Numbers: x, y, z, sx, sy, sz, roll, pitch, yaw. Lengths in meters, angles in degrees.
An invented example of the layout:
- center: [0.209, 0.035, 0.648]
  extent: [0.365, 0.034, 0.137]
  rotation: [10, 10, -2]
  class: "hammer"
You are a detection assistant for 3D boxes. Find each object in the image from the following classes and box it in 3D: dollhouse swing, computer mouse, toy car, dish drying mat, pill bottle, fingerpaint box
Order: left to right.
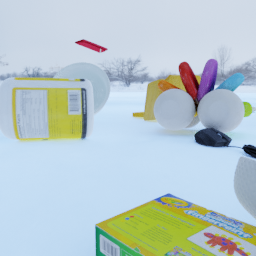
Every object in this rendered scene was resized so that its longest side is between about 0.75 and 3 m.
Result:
- center: [-2.452, -0.517, 7.528]
  extent: [2.950, 1.653, 1.653]
  rotation: [-1, 9, -13]
  class: "pill bottle"
- center: [-1.234, -2.789, 9.582]
  extent: [0.451, 0.107, 1.174]
  rotation: [-2, -3, 37]
  class: "dish drying mat"
- center: [1.586, -1.314, 12.000]
  extent: [2.463, 2.239, 2.166]
  rotation: [-6, 22, -31]
  class: "dollhouse swing"
- center: [0.449, 0.974, 2.160]
  extent: [0.940, 0.413, 1.127]
  rotation: [-10, 14, -42]
  class: "fingerpaint box"
- center: [2.205, -0.980, 8.404]
  extent: [2.850, 2.137, 2.494]
  rotation: [4, 3, 22]
  class: "toy car"
- center: [2.357, 0.300, 6.521]
  extent: [0.655, 0.380, 2.233]
  rotation: [-4, 10, -27]
  class: "computer mouse"

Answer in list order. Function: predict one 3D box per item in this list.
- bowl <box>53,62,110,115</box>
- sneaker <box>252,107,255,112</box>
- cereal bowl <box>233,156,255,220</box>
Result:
- center: [-1.980, -1.413, 12.127]
  extent: [2.636, 2.636, 1.185]
  rotation: [1, -21, 6]
  class: "bowl"
- center: [6.003, -1.198, 14.805]
  extent: [1.515, 0.708, 0.533]
  rotation: [3, 9, 24]
  class: "sneaker"
- center: [1.572, 0.749, 2.391]
  extent: [1.408, 0.586, 1.408]
  rotation: [20, 1, 0]
  class: "cereal bowl"
